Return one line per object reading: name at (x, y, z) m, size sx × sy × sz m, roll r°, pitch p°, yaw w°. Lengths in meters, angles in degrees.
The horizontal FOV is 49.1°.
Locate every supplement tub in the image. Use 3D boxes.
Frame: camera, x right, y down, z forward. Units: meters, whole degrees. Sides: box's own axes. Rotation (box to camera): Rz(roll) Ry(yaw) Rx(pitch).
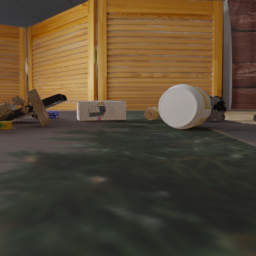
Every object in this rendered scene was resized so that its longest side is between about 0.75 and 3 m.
supplement tub at (1.732, -0.642, 8.432) m, size 1.297 × 1.297 × 1.797 m, roll 2°, pitch 5°, yaw 26°

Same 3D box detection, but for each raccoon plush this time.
raccoon plush at (3.224, -0.791, 12.351) m, size 2.319 × 1.122 × 1.554 m, roll -1°, pitch -3°, yaw -3°

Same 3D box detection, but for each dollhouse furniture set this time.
dollhouse furniture set at (-3.812, -0.201, 8.863) m, size 2.441 × 1.192 × 2.082 m, roll -26°, pitch 12°, yaw -16°

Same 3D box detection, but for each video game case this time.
video game case at (-3.757, -0.815, 11.464) m, size 2.448 × 0.312 × 2.212 m, roll -22°, pitch 7°, yaw -5°

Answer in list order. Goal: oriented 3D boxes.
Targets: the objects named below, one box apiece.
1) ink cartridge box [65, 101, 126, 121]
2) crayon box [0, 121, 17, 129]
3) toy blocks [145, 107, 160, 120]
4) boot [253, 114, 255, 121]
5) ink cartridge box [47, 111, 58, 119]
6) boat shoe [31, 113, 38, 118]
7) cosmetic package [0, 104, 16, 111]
ink cartridge box at (-1.516, -0.796, 12.797) m, size 2.613 × 0.879 × 1.530 m, roll -1°, pitch 5°, yaw -13°
crayon box at (-3.800, -0.080, 8.255) m, size 0.849 × 0.219 × 0.534 m, roll -4°, pitch 6°, yaw -43°
toy blocks at (1.691, -0.700, 13.447) m, size 1.370 × 0.597 × 1.644 m, roll 3°, pitch 5°, yaw 22°
boot at (6.080, -0.483, 11.778) m, size 1.111 × 0.443 × 1.222 m, roll -17°, pitch 4°, yaw -22°
ink cartridge box at (-4.018, -0.683, 14.498) m, size 0.724 × 0.405 × 1.062 m, roll -2°, pitch 7°, yaw -24°
boat shoe at (-4.831, -0.738, 14.590) m, size 0.422 × 0.510 × 1.419 m, roll 1°, pitch 9°, yaw -31°
cosmetic package at (-6.289, -0.771, 13.260) m, size 2.110 × 0.771 × 1.092 m, roll 3°, pitch 6°, yaw 43°
